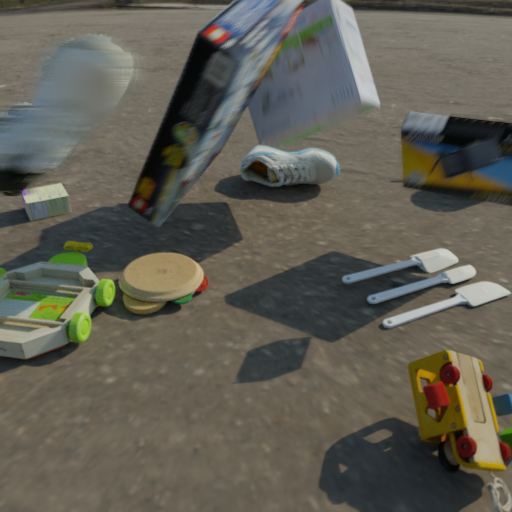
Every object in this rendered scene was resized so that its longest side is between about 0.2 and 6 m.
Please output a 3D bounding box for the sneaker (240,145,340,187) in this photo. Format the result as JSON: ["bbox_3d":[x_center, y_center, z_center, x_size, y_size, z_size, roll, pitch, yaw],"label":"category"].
[{"bbox_3d":[0.827,-2.119,13.961,2.520,0.964,1.018,7,39,24],"label":"sneaker"}]

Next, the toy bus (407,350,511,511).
[{"bbox_3d":[2.392,2.012,6.799,0.869,1.586,1.681,-33,3,42],"label":"toy bus"}]

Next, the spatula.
[{"bbox_3d":[2.956,0.525,10.092,2.593,0.208,1.803,-14,39,-21],"label":"spatula"}]

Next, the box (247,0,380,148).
[{"bbox_3d":[1.057,-3.927,12.331,2.595,2.290,1.255,-18,-2,33],"label":"box"}]

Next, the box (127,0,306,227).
[{"bbox_3d":[-0.847,-2.907,10.852,0.890,4.464,3.056,35,48,-3],"label":"box"}]

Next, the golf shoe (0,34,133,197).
[{"bbox_3d":[-2.723,-1.791,7.811,1.129,2.883,1.402,24,50,-40],"label":"golf shoe"}]

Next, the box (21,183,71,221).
[{"bbox_3d":[-4.801,-1.237,12.796,0.926,0.448,0.815,-15,33,-25],"label":"box"}]

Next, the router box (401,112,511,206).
[{"bbox_3d":[3.804,-1.792,10.354,2.108,1.572,0.538,15,59,27],"label":"router box"}]

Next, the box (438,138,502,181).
[{"bbox_3d":[3.370,-1.521,8.858,0.654,0.405,0.643,-19,3,-22],"label":"box"}]

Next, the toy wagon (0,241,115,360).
[{"bbox_3d":[-3.550,0.648,9.470,2.206,0.563,2.843,6,30,9],"label":"toy wagon"}]

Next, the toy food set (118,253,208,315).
[{"bbox_3d":[-1.664,0.431,10.010,1.534,0.377,1.550,-11,32,-18],"label":"toy food set"}]
